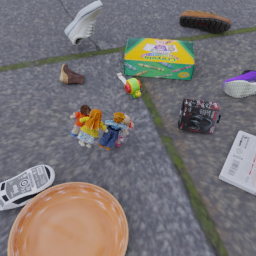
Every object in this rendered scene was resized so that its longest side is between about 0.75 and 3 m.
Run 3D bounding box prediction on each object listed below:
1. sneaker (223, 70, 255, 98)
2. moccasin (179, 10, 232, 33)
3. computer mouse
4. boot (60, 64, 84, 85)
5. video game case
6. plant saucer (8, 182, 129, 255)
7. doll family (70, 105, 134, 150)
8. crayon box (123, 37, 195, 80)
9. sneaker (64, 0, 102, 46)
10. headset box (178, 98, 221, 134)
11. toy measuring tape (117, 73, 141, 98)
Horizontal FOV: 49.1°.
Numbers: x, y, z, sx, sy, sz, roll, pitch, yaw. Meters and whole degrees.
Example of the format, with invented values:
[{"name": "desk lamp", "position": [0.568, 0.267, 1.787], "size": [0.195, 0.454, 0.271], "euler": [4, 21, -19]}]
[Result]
[{"name": "sneaker", "position": [4.456, -1.764, 10.638], "size": [2.080, 0.723, 1.034], "euler": [-5, 43, -10]}, {"name": "moccasin", "position": [3.773, -5.227, 13.602], "size": [2.474, 0.905, 0.955], "euler": [16, 58, 26]}, {"name": "computer mouse", "position": [-3.084, 1.826, 7.546], "size": [2.444, 0.536, 1.340], "euler": [-23, 47, -12]}, {"name": "boot", "position": [-2.214, -2.123, 11.201], "size": [0.924, 0.402, 1.110], "euler": [6, 46, -11]}, {"name": "video game case", "position": [4.318, 1.301, 8.162], "size": [2.779, 0.250, 1.990], "euler": [24, 52, 20]}, {"name": "plant saucer", "position": [-1.392, 2.649, 6.785], "size": [2.813, 0.526, 2.813], "euler": [-1, 48, 1]}, {"name": "doll family", "position": [-0.667, 0.016, 8.163], "size": [2.027, 1.258, 0.913], "euler": [13, 29, -23]}, {"name": "crayon box", "position": [1.272, -2.861, 11.463], "size": [2.751, 0.801, 1.634], "euler": [5, 49, 4]}, {"name": "sneaker", "position": [-1.692, -4.259, 11.546], "size": [0.928, 2.540, 0.899], "euler": [-41, 103, -35]}, {"name": "headset box", "position": [2.343, -0.378, 9.089], "size": [1.277, 0.950, 0.493], "euler": [8, 36, 1]}, {"name": "toy measuring tape", "position": [0.030, -1.780, 10.673], "size": [0.624, 0.624, 1.695], "euler": [-22, 52, -18]}]
